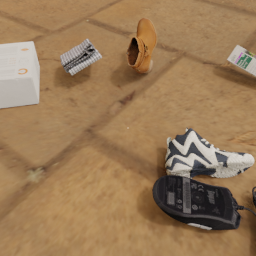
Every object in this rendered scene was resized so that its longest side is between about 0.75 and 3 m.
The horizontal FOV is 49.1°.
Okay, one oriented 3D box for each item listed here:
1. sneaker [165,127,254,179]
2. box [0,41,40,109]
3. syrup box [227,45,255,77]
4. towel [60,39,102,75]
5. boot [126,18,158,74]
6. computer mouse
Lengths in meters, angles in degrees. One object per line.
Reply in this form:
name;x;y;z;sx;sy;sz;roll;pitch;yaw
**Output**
sneaker;1.956;0.522;7.101;2.139;0.854;1.392;-10;54;5
box;-3.698;-1.790;9.200;1.359;1.065;2.186;-8;46;-8
syrup box;4.158;-2.167;9.462;1.479;0.582;0.602;36;21;15
towel;-1.648;-2.426;9.433;1.256;0.649;1.517;-31;26;0
boot;0.425;-2.850;9.327;0.743;2.018;1.561;-4;1;23
computer mouse;1.830;2.036;5.871;2.771;0.638;1.946;8;45;-5
